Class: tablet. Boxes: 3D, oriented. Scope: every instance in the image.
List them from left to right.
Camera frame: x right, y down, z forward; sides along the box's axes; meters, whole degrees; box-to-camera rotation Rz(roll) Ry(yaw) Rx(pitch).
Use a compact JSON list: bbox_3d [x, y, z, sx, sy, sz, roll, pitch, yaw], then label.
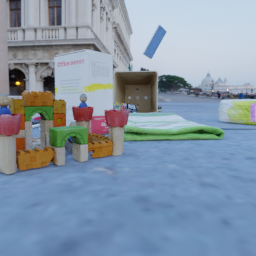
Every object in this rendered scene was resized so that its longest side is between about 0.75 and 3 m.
[{"bbox_3d":[0.945,-3.028,9.889,0.078,1.135,0.739,35,14,25],"label":"tablet"}]

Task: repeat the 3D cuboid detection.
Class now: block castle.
[{"bbox_3d":[-1.044,-0.057,3.855,1.899,0.891,1.269,-5,10,-41],"label":"block castle"}]

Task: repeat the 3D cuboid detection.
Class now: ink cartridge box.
[{"bbox_3d":[-1.032,-0.792,6.512,1.314,1.811,0.755,6,8,42],"label":"ink cartridge box"}]

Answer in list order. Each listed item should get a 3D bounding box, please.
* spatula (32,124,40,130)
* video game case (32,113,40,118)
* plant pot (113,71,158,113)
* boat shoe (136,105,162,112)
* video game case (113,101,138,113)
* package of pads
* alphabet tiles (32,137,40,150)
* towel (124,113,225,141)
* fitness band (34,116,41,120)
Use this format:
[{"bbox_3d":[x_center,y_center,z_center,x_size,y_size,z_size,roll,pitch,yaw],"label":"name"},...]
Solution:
[{"bbox_3d":[-2.004,-0.110,7.980,1.430,0.165,2.057,2,6,9],"label":"spatula"},{"bbox_3d":[-3.066,-0.489,8.845,2.255,0.197,1.612,-20,16,-31],"label":"video game case"},{"bbox_3d":[0.413,-1.586,13.733,2.054,2.052,1.818,1,-1,5],"label":"plant pot"},{"bbox_3d":[1.109,-1.237,16.166,1.914,0.629,0.684,-2,7,-19],"label":"boat shoe"},{"bbox_3d":[-0.329,-0.716,10.744,1.403,0.198,1.552,11,19,-6],"label":"video game case"},{"bbox_3d":[4.242,-0.505,8.795,1.744,0.770,2.257,-3,6,-36],"label":"package of pads"},{"bbox_3d":[-2.016,0.287,4.756,1.523,0.057,1.273,-7,9,-44],"label":"alphabet tiles"},{"bbox_3d":[0.692,-0.119,6.730,2.163,0.445,2.899,-2,7,-8],"label":"towel"},{"bbox_3d":[-2.874,-0.554,11.127,1.650,0.430,2.298,1,7,-12],"label":"fitness band"}]
